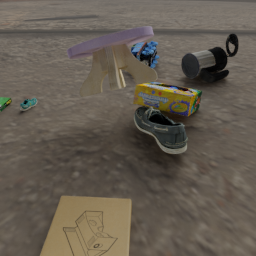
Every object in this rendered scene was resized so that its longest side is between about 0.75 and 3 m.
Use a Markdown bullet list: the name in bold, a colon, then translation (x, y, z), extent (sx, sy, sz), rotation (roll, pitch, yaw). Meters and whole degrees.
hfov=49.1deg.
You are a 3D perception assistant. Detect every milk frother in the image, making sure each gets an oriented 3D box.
- **milk frother**: translation (3.853, -3.339, 12.983), extent (1.916, 2.037, 1.838), rotation (-19, 41, -27)

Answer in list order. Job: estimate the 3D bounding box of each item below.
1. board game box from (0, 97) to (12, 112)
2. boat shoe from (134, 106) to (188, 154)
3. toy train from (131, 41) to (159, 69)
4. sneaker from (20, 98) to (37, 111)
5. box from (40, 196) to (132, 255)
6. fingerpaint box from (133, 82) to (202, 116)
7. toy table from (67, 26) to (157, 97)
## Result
- **board game box**: translation (-5.691, -0.922, 10.763), extent (2.052, 0.241, 1.075), rotation (5, 30, 8)
- **boat shoe**: translation (0.977, -0.231, 8.911), extent (1.043, 0.885, 2.865), rotation (-14, 29, -16)
- **toy train**: translation (0.779, -3.740, 14.598), extent (1.459, 1.107, 2.553), rotation (0, 33, 17)
- **sneaker**: translation (-3.783, -0.954, 10.694), extent (0.333, 0.342, 0.860), rotation (11, 33, 17)
- **box**: translation (-0.786, 2.212, 5.680), extent (1.675, 0.218, 2.049), rotation (2, 31, 3)
- **fingerpaint box**: translation (1.481, -1.131, 10.196), extent (2.037, 0.747, 1.700), rotation (15, 19, 24)
- **toy table**: translation (-0.458, -2.201, 9.614), extent (2.975, 1.743, 2.735), rotation (-11, 9, 17)
